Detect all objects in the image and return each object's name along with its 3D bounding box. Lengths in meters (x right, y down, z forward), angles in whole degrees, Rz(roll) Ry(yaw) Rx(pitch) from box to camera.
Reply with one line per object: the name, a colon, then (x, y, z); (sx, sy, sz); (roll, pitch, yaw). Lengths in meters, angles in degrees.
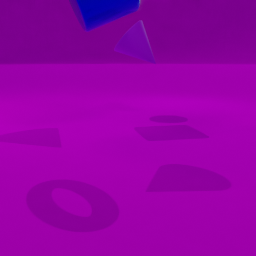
cylinder: (-0.579, -2.899, 5.964); (1.278, 1.278, 1.278); (-26, 18, -7)
cone: (0.374, -2.121, 7.603); (1.072, 1.068, 1.068); (44, 16, -4)
